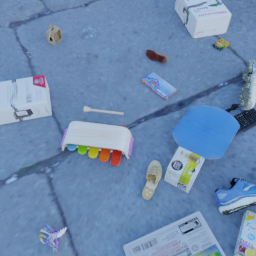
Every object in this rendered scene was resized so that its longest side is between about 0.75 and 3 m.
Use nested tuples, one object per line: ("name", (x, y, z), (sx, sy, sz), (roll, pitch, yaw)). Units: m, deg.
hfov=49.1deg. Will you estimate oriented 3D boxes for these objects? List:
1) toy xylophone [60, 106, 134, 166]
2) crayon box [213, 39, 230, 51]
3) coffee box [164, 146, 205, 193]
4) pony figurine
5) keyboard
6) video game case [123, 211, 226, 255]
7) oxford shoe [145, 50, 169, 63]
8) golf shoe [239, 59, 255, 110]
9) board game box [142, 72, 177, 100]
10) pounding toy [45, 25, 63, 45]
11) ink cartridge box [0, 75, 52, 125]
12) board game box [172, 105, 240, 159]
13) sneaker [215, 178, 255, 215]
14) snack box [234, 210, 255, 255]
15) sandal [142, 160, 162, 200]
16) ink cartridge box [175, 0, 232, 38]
("toy xylophone", (-1.076, 0.230, 10.485), (2.755, 0.692, 2.017), (14, 56, 9))
("crayon box", (4.633, -4.140, 13.842), (0.769, 0.195, 0.488), (-34, 62, -22))
("coffee box", (1.882, 1.407, 9.491), (0.957, 0.967, 0.966), (26, 58, 16))
("pony figurine", (-2.291, 3.282, 8.503), (0.765, 0.637, 0.738), (32, 93, 17))
("keyboard", (4.263, -0.361, 11.206), (2.049, 0.211, 1.302), (-25, 59, -17))
("video game case", (1.543, 4.035, 8.082), (2.674, 0.294, 2.438), (-19, 57, -14))
("oxford shoe", (1.390, -3.392, 13.269), (1.227, 0.432, 0.459), (33, 35, 22))
("golf shoe", (5.490, -1.755, 11.710), (1.330, 1.071, 2.736), (20, 58, 7))
("board game box", (1.370, -1.863, 12.283), (0.752, 0.142, 1.460), (-35, 62, -23))
("pounding toy", (-3.744, -4.612, 13.638), (0.484, 1.058, 0.929), (24, 59, 16))
("ink cartridge box", (-4.306, -1.153, 11.318), (2.160, 0.901, 1.569), (-11, 56, -8))
("board game box", (2.900, 0.209, 10.619), (2.010, 0.495, 2.544), (27, 58, 24))
("sneaker", (3.916, 1.996, 9.140), (2.294, 0.901, 1.023), (-14, 59, -9))
("snack box", (3.904, 3.375, 8.481), (1.017, 0.379, 1.430), (22, 58, 15))
("sandal", (0.849, 1.687, 9.445), (0.527, 0.473, 1.437), (19, 64, 5))
("ink cartridge box", (3.854, -6.062, 14.609), (1.947, 1.124, 2.665), (-13, 56, -9))
